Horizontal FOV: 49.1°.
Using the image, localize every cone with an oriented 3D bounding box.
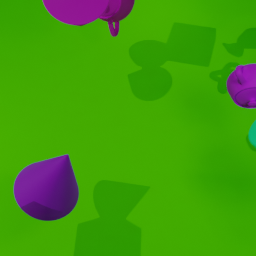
[{"bbox_3d":[-1.043,-2.481,5.946,1.292,1.297,1.292,1,82,-5],"label":"cone"},{"bbox_3d":[-1.189,0.762,4.690,1.171,1.175,1.171,19,44,-19],"label":"cone"}]

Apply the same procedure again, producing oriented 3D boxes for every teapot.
[{"bbox_3d":[2.138,-0.633,4.786,0.829,1.333,0.652,-15,52,39],"label":"teapot"},{"bbox_3d":[-0.498,-3.210,6.717,1.231,1.980,0.970,0,31,23],"label":"teapot"}]

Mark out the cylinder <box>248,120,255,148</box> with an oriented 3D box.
[{"bbox_3d":[2.357,0.192,4.211,0.746,0.746,0.746,39,66,-19],"label":"cylinder"}]
